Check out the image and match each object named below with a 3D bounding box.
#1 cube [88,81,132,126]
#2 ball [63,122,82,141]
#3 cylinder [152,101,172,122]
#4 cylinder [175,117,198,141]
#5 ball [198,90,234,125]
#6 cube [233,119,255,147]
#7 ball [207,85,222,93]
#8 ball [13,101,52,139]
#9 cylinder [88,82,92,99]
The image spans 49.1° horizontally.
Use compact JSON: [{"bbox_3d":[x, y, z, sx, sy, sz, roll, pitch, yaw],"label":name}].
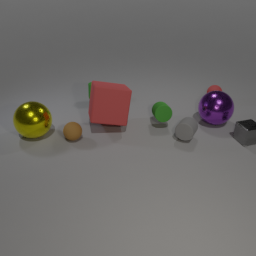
[{"bbox_3d":[-0.749,-0.990,10.965,1.400,1.400,1.400,5,17,-13],"label":"cube"},{"bbox_3d":[-2.055,0.116,10.403,0.700,0.700,0.700,0,30,0],"label":"ball"},{"bbox_3d":[1.352,-0.653,11.212,0.700,0.700,0.700,-3,18,-5],"label":"cylinder"},{"bbox_3d":[2.185,0.026,10.441,0.700,0.700,0.700,14,28,23],"label":"cylinder"},{"bbox_3d":[3.564,-0.817,11.358,1.400,1.400,1.400,0,30,0],"label":"ball"},{"bbox_3d":[4.442,0.168,10.385,0.700,0.700,0.700,-9,32,-15],"label":"cube"},{"bbox_3d":[4.010,-1.641,12.979,0.700,0.700,0.700,0,30,0],"label":"ball"},{"bbox_3d":[-3.570,-0.303,10.521,1.400,1.400,1.400,0,30,0],"label":"ball"},{"bbox_3d":[-1.477,-1.724,12.950,0.700,0.700,0.700,1,22,0],"label":"cylinder"}]
